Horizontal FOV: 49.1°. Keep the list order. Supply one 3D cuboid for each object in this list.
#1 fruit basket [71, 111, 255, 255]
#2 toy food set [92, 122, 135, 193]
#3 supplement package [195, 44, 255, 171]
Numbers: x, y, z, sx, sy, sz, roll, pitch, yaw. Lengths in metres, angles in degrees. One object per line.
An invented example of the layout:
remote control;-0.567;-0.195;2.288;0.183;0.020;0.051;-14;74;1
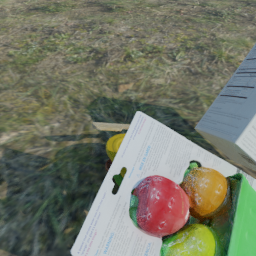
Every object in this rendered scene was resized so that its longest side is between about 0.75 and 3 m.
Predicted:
fruit basket;0.742;1.227;4.033;2.441;1.144;2.261;27;60;-4
toy food set;0.170;0.820;5.861;1.391;0.772;2.364;-1;34;-32
supplement package;2.829;-0.486;5.662;2.473;1.407;1.354;-54;22;-2
